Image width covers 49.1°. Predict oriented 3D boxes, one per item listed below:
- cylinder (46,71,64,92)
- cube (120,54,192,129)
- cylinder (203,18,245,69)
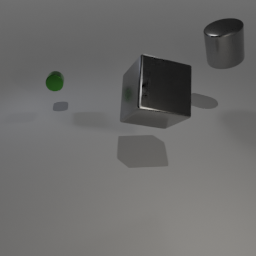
[{"bbox_3d":[-3.003,-1.930,11.554,0.700,0.700,0.700,-4,25,-7],"label":"cylinder"},{"bbox_3d":[0.692,-0.867,7.301,1.400,1.400,1.400,8,-14,-18],"label":"cube"},{"bbox_3d":[3.666,-3.201,10.659,1.400,1.400,1.400,-13,40,11],"label":"cylinder"}]
